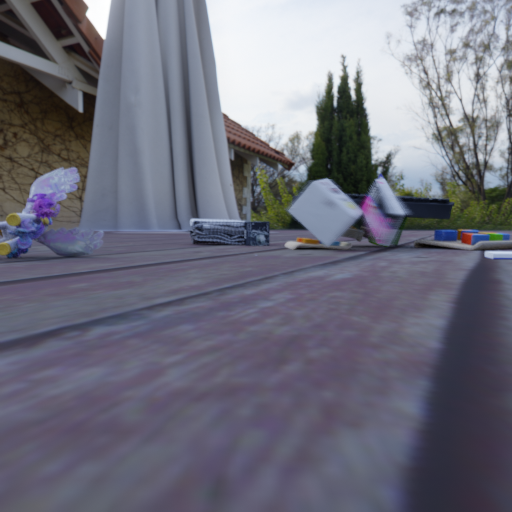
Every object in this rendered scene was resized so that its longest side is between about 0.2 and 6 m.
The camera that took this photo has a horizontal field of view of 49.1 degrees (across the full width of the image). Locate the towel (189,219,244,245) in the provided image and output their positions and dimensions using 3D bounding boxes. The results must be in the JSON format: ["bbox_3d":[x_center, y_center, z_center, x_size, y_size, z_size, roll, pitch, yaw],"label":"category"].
[{"bbox_3d":[-1.030,-0.646,15.702,1.688,0.722,1.398,1,5,-11],"label":"towel"}]

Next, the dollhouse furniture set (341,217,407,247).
[{"bbox_3d":[2.700,-0.966,14.477,2.680,1.035,1.340,8,12,-29],"label":"dollhouse furniture set"}]

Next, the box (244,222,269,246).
[{"bbox_3d":[0.020,-0.591,14.947,0.641,0.652,0.404,-1,5,-7],"label":"box"}]

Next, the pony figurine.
[{"bbox_3d":[-3.762,-0.549,9.456,1.818,1.569,1.884,-12,11,11],"label":"pony figurine"}]

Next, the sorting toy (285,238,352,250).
[{"bbox_3d":[1.433,-0.291,13.177,1.368,0.250,1.267,-1,4,-6],"label":"sorting toy"}]

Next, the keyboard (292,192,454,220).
[{"bbox_3d":[2.847,-1.300,13.882,3.821,0.490,2.295,5,15,21],"label":"keyboard"}]

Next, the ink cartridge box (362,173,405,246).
[{"bbox_3d":[2.674,-1.048,12.105,0.320,0.817,1.725,10,36,-13],"label":"ink cartridge box"}]

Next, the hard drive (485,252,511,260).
[{"bbox_3d":[4.393,-0.003,9.442,0.892,0.113,0.588,1,3,9],"label":"hard drive"}]

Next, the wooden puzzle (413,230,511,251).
[{"bbox_3d":[5.030,-0.390,13.282,1.777,0.444,1.919,-2,4,-30],"label":"wooden puzzle"}]

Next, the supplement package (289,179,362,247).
[{"bbox_3d":[1.558,-0.981,12.371,1.167,0.897,1.220,44,21,6],"label":"supplement package"}]
